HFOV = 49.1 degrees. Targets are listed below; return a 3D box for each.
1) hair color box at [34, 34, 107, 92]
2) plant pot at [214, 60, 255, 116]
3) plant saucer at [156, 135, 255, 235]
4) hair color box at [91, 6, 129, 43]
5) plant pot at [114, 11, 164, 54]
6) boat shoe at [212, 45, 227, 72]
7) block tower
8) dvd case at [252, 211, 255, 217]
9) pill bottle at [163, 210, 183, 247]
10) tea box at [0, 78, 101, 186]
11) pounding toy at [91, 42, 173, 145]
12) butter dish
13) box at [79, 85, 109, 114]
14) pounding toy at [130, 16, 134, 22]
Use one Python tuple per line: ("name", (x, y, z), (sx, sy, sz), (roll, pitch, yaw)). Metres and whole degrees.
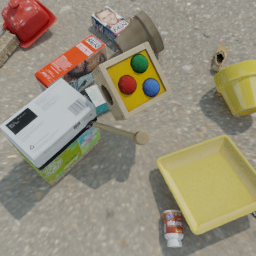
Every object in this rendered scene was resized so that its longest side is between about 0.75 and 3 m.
("hair color box", (-2.112, -2.220, 11.032), (0.894, 1.551, 2.797), (41, 69, 19))
("plant pot", (4.349, -1.402, 10.602), (1.794, 1.794, 1.688), (-10, 78, -5))
("plant saucer", (2.708, 1.810, 9.135), (2.810, 0.681, 2.809), (-18, 50, -9))
("hair color box", (-0.676, -4.688, 12.897), (1.002, 0.607, 2.004), (-39, 69, -19))
("plant pot", (0.376, -3.676, 11.829), (1.616, 1.863, 1.863), (-33, 66, 1))
("boat shoe", (4.028, -3.109, 12.115), (0.533, 0.482, 1.496), (14, 63, 8))
("block tower", (-5.471, -3.277, 12.070), (0.569, 0.532, 1.969), (21, 69, 15))
("dvd case", (4.341, 2.487, 9.342), (0.884, 0.071, 0.657), (-38, 68, -18))
("pill bottle", (1.417, 3.124, 8.710), (0.584, 0.584, 1.041), (0, 62, 0))
("tea box", (-2.359, 0.207, 9.234), (1.635, 2.407, 2.447), (39, 68, 19))
("pounding toy", (0.062, -0.730, 8.443), (2.443, 1.272, 2.780), (-30, 98, -17))
("butter dish", (-4.662, -5.039, 12.374), (2.128, 1.573, 2.123), (-45, 69, -5))
("box", (-0.683, -1.393, 11.136), (2.350, 0.577, 0.967), (-26, 65, -13))
("pounding toy", (0.538, -4.712, 12.987), (0.819, 0.632, 0.889), (-23, 57, -17))
